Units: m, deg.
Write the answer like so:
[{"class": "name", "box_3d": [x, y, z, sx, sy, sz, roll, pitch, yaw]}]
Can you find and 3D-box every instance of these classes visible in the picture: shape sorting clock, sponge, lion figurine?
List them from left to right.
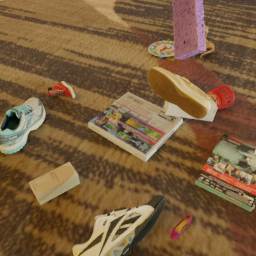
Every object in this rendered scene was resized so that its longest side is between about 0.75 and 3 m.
[{"class": "shape sorting clock", "box_3d": [1.929, -4.197, 14.712, 1.740, 0.341, 1.740, -2, 45, 2]}, {"class": "sponge", "box_3d": [2.363, -4.326, 11.075, 0.436, 2.924, 1.631, -3, 1, -21]}, {"class": "lion figurine", "box_3d": [3.914, -4.574, 14.889, 1.642, 0.972, 2.681, -7, 59, -18]}]

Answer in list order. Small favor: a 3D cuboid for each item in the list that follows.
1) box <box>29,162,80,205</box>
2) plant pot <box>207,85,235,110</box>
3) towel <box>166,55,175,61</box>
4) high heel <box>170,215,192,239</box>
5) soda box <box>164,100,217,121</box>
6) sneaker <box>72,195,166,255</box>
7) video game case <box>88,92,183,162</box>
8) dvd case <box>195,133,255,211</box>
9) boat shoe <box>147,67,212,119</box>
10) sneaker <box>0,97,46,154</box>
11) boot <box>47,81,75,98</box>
[{"class": "box", "box_3d": [-2.247, 1.696, 8.658, 1.359, 0.528, 0.645, -28, 51, -25]}, {"class": "plant pot", "box_3d": [3.671, -1.192, 11.322, 0.831, 0.913, 0.913, -22, 49, -18]}, {"class": "towel", "box_3d": [2.325, -3.785, 14.532, 0.416, 0.087, 0.968, 21, 48, 19]}, {"class": "high heel", "box_3d": [1.452, 2.709, 7.738, 0.272, 0.388, 0.808, 33, 53, 29]}, {"class": "soda box", "box_3d": [2.400, -0.789, 10.843, 1.914, 0.652, 0.609, 7, 34, -5]}, {"class": "sneaker", "box_3d": [-0.193, 2.540, 7.415, 1.286, 1.077, 2.906, 36, 54, 28]}, {"class": "video game case", "box_3d": [0.299, -0.179, 10.732, 2.727, 0.313, 2.485, 30, 52, 25]}, {"class": "dvd case", "box_3d": [3.540, 1.328, 9.226, 1.823, 0.275, 2.497, 24, 51, 22]}, {"class": "boat shoe", "box_3d": [1.671, -1.230, 9.027, 2.320, 0.855, 0.803, 40, 52, 8]}, {"class": "sneaker", "box_3d": [-3.880, -0.368, 10.292, 1.051, 1.169, 2.709, 7, 45, 7]}, {"class": "boot", "box_3d": [-2.892, -1.498, 11.973, 0.930, 0.467, 1.289, -28, 43, -25]}]
